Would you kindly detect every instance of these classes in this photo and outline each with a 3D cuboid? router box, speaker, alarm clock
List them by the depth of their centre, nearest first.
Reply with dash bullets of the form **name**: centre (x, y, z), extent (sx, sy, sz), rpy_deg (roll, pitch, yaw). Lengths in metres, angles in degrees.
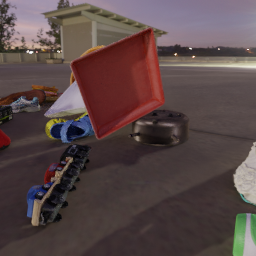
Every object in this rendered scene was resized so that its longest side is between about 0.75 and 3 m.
- **speaker**: centre (2.024, 1.437, 3.330), extent (1.415, 0.626, 0.626), rpy_deg (7, 17, 22)
- **alarm clock**: centre (1.049, -0.136, 8.691), extent (1.714, 0.846, 2.541), rpy_deg (4, 13, 16)
- **router box**: centre (-5.111, -0.389, 9.970), extent (1.296, 0.537, 1.729), rpy_deg (1, 15, 4)

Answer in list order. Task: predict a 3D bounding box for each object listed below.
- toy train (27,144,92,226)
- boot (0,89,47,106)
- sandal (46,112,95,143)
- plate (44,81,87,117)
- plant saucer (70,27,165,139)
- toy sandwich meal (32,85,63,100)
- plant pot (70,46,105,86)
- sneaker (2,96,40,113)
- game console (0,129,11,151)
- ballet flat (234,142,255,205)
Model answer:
- **toy train**: centre (-1.238, 0.889, 5.318), extent (0.644, 0.480, 2.814), rpy_deg (14, 16, -1)
- **boot**: centre (-5.186, -1.293, 12.820), extent (2.131, 0.775, 2.264), rpy_deg (8, 18, 25)
- **sandal**: centre (-1.387, 0.020, 8.316), extent (1.933, 0.768, 0.841), rpy_deg (-17, 25, -25)
- **plate**: centre (-1.125, -1.350, 9.692), extent (2.850, 0.462, 2.856), rpy_deg (-9, 37, 35)
- **plant saucer**: centre (-0.197, -1.159, 7.342), extent (2.311, 2.307, 0.424), rpy_deg (-29, 38, -19)
- **toy sandwich meal**: centre (-4.114, -1.900, 14.732), extent (2.060, 0.705, 2.060), rpy_deg (4, 11, -1)
- **plant pot**: centre (-0.617, -1.784, 11.797), extent (2.665, 2.665, 2.440), rpy_deg (8, 1, 27)
- **sneaker**: centre (-4.619, -1.039, 12.036), extent (1.579, 0.682, 0.613), rpy_deg (-6, 17, -20)
- **game console**: centre (-4.898, 0.556, 7.144), extent (2.298, 1.583, 2.667), rpy_deg (39, 29, 15)
- **ballet flat**: centre (2.750, 0.646, 5.734), extent (0.934, 0.934, 2.603), rpy_deg (8, 18, 27)
